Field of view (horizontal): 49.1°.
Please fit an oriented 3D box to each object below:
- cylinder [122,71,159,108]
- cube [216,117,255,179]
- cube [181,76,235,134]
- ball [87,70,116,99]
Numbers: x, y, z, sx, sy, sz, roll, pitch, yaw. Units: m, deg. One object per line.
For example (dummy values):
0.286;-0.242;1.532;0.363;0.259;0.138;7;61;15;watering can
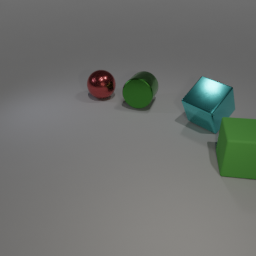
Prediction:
0.599;-1.784;12.950;1.400;1.400;1.400;9;26;14;cylinder
3.673;0.623;8.898;1.400;1.400;1.400;4;33;8;cube
3.185;-0.911;11.026;1.400;1.400;1.400;32;74;37;cube
-1.299;-2.129;13.673;1.400;1.400;1.400;0;30;0;ball
